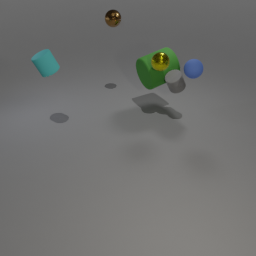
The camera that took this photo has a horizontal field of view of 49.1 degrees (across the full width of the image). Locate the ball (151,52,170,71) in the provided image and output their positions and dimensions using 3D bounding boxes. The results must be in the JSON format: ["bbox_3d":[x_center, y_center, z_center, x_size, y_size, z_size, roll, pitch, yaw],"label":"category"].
[{"bbox_3d":[1.216,-2.488,10.521,0.700,0.700,0.700,0,32,0],"label":"ball"}]

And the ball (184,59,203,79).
[{"bbox_3d":[2.382,-2.150,10.187,0.700,0.700,0.700,0,32,0],"label":"ball"}]

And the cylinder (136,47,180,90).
[{"bbox_3d":[1.266,-2.534,11.959,1.400,1.400,1.400,-25,38,-14],"label":"cylinder"}]

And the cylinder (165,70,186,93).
[{"bbox_3d":[1.925,-1.883,11.382,0.700,0.700,0.700,-14,53,20],"label":"cylinder"}]

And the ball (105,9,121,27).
[{"bbox_3d":[-0.629,-4.616,11.803,0.700,0.700,0.700,0,32,0],"label":"ball"}]

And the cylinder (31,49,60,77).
[{"bbox_3d":[-2.828,-2.225,9.621,0.700,0.700,0.700,-18,37,14],"label":"cylinder"}]
